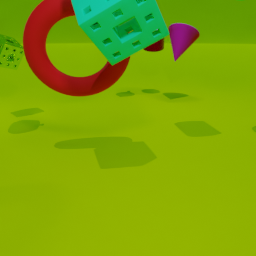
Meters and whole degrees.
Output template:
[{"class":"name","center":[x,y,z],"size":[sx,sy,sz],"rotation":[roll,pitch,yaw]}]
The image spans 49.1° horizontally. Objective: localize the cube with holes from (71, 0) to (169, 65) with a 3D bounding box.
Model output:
[{"class":"cube with holes","center":[-0.148,-1.822,4.210],"size":[1.024,1.024,1.024],"rotation":[-25,-27,14]}]

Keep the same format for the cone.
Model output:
[{"class":"cone","center":[2.013,-3.183,10.948],"size":[1.264,1.269,1.264],"rotation":[17,-5,2]}]

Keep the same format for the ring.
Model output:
[{"class":"ring","center":[-0.949,-1.539,5.434],"size":[2.065,2.065,0.413],"rotation":[-3,36,-9]}]

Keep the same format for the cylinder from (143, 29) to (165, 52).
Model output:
[{"class":"cylinder","center":[1.091,-3.856,11.969],"size":[0.933,0.933,0.933],"rotation":[-2,35,1]}]

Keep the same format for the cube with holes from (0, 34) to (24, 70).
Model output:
[{"class":"cube with holes","center":[-3.740,-2.325,8.513],"size":[0.734,0.734,0.734],"rotation":[42,21,23]}]
